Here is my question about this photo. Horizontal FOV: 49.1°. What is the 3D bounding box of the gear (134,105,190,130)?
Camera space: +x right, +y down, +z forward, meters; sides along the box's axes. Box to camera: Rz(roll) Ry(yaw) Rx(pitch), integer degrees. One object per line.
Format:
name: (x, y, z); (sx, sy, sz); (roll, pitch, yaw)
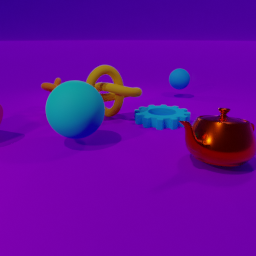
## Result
gear: (0.970, -0.335, 8.015); (1.555, 0.288, 1.555); (0, 19, 0)

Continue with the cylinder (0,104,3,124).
cylinder: (-3.536, -0.298, 6.265); (1.008, 1.008, 1.008); (25, 22, 3)

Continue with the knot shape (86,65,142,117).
knot shape: (-0.541, -0.956, 8.044); (1.637, 1.532, 0.756); (18, 52, -22)

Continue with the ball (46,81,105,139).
ball: (-1.142, -0.396, 6.135); (1.268, 1.268, 1.268); (0, 19, 0)

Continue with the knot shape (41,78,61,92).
knot shape: (-2.109, -0.976, 8.663); (0.550, 1.114, 1.190); (-32, 6, 4)

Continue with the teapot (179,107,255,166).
teapot: (1.722, 0.124, 5.318); (2.091, 1.024, 1.300); (-3, 12, -32)

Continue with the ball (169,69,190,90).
ball: (1.977, -1.871, 10.741); (0.792, 0.792, 0.792); (0, 19, 0)
